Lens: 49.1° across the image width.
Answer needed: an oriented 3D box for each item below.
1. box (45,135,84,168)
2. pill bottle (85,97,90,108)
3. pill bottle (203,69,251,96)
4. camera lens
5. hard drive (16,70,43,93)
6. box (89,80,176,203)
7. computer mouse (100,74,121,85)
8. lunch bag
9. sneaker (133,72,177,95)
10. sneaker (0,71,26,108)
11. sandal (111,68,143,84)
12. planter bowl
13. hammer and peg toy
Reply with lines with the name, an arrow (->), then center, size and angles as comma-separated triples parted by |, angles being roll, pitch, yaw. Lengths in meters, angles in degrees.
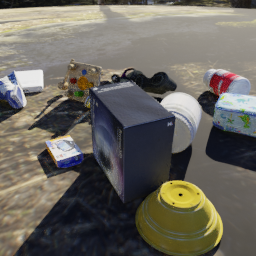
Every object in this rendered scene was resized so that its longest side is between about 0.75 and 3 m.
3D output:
box -> -2.053, 0.761, 9.084 | 0.864, 0.301, 1.451 | -16, 32, -26
pill bottle -> -1.381, -0.980, 11.799 | 0.812, 0.455, 0.455 | 23, 32, 0
pill bottle -> 4.512, -2.039, 13.066 | 1.177, 1.177, 2.097 | -13, 31, -22
camera lens -> 1.622, -0.230, 9.535 | 1.536, 1.536, 1.920 | 11, 31, 18
hard drive -> -5.287, -2.448, 14.624 | 1.625, 0.324, 2.464 | -8, 31, -13
box -> -0.007, 0.275, 7.723 | 1.473, 2.391, 2.371 | -14, 35, -23
computer mouse -> -1.213, -1.805, 12.898 | 1.942, 1.345, 0.512 | -9, 66, 7
lunch bag -> 4.608, -0.531, 10.577 | 2.503, 1.032, 2.012 | 13, 34, 22
sneaker -> 1.170, -1.957, 13.185 | 1.179, 0.986, 2.597 | 22, -6, -38
sneaker -> -5.505, -1.550, 12.602 | 1.417, 0.991, 2.454 | -24, 43, -8
sandal -> 0.041, -2.766, 14.910 | 0.930, 0.592, 2.475 | 18, 35, 29
planter bowl -> 1.204, 1.847, 6.561 | 2.059, 0.858, 2.059 | 0, 27, 0
hammer and peg toy -> -2.292, -2.152, 12.703 | 2.407, 1.770, 0.849 | 18, 16, 27
